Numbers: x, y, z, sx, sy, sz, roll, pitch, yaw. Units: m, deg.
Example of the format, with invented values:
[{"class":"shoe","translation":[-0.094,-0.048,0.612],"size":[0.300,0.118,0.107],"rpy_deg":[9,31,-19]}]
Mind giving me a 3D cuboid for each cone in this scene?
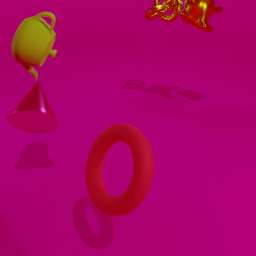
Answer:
[{"class":"cone","translation":[-1.961,-0.571,5.968],"size":[1.038,1.038,1.042],"rpy_deg":[-1,65,-3]}]

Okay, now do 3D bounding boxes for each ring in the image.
[{"class":"ring","translation":[-0.161,0.569,3.934],"size":[0.257,1.286,1.286],"rpy_deg":[16,13,-42]}]

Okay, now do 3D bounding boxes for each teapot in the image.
[{"class":"teapot","translation":[-1.632,-1.447,5.000],"size":[0.691,1.412,0.878],"rpy_deg":[27,39,-14]}]

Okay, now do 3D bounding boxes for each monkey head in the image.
[{"class":"monkey head","translation":[2.368,-3.696,8.873],"size":[1.797,1.083,1.293],"rpy_deg":[6,35,-37]}]

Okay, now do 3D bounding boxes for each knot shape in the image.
[{"class":"knot shape","translation":[1.254,-4.142,9.499],"size":[1.357,0.627,1.269],"rpy_deg":[-2,51,29]}]
